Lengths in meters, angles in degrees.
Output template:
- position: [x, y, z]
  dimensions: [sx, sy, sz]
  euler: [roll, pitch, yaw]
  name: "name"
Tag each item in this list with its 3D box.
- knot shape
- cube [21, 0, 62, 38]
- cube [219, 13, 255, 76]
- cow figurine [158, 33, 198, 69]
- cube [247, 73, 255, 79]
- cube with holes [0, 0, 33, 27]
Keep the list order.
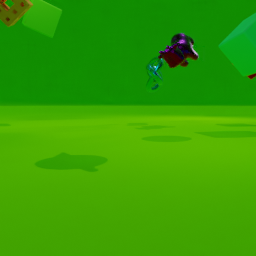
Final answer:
- position: [1.017, -2.113, 10.644]
  dimensions: [0.641, 1.297, 1.387]
  euler: [2, -20, 6]
  name: "knot shape"
- position: [-3.260, -4.170, 10.527]
  dimensions: [1.070, 1.070, 1.070]
  euler: [17, 15, -31]
  name: "cube"
- position: [3.424, -2.273, 7.437]
  dimensions: [1.171, 1.171, 1.171]
  euler: [-45, 8, -10]
  name: "cube"
- position: [1.647, -2.641, 9.373]
  dimensions: [1.527, 1.552, 0.852]
  euler: [19, -35, -37]
  name: "cow figurine"
- position: [4.647, -2.621, 10.336]
  dimensions: [0.989, 0.989, 0.989]
  euler: [-53, 3, -37]
  name: "cube"
- position: [-2.971, -3.120, 6.995]
  dimensions: [0.766, 0.766, 0.766]
  euler: [-41, 25, 7]
  name: "cube with holes"
